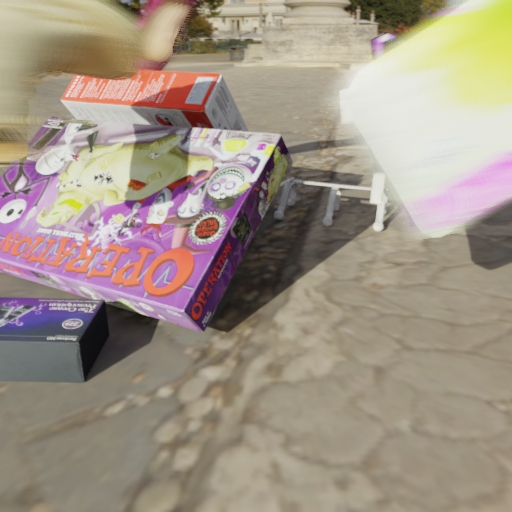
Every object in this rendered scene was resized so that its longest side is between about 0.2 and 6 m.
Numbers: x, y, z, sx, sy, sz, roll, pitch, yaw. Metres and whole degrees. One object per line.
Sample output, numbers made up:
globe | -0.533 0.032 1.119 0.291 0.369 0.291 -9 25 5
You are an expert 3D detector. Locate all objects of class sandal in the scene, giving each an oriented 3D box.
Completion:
sandal | 3.426 -2.708 14.756 0.997 0.561 2.622 0 32 17

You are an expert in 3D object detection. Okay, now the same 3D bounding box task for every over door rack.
over door rack | 1.238 -0.968 9.798 2.010 0.906 2.721 7 3 14

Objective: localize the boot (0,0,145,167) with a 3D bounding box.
boot | -2.333 -1.848 5.814 2.675 0.974 2.079 7 58 -38

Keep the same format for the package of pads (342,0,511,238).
package of pads | 2.286 -1.557 5.574 2.406 1.859 0.820 -32 7 13

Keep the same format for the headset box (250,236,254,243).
headset box | -1.348 -0.526 8.972 1.810 0.964 2.079 16 28 32

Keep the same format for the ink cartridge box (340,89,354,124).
ink cartridge box | 1.864 -2.907 10.872 0.364 0.644 0.877 -4 14 2

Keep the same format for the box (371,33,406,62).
box | 2.777 -2.885 9.759 0.382 1.514 2.117 -25 38 -14

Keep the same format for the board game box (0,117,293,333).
board game box | -2.039 -0.720 7.885 4.542 0.733 2.726 11 65 30

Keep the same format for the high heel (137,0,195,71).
high heel | -1.815 -4.101 10.073 0.818 2.426 1.166 34 24 -6

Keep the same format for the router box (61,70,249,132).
router box | -1.405 -1.936 9.986 2.771 3.088 0.754 11 67 24

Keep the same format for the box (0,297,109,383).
box | -2.463 0.908 6.219 1.383 0.545 0.976 1 26 2
